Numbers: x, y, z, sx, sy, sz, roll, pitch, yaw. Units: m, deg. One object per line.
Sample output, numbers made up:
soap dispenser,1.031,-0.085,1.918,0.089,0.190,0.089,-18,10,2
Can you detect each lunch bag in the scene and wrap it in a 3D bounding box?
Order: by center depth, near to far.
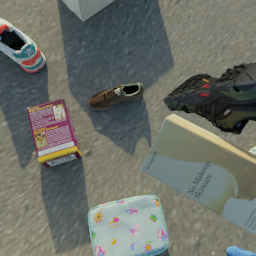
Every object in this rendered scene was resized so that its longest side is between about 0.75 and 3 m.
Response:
lunch bag,-0.016,2.449,6.669,1.839,0.709,1.475,-12,75,-4

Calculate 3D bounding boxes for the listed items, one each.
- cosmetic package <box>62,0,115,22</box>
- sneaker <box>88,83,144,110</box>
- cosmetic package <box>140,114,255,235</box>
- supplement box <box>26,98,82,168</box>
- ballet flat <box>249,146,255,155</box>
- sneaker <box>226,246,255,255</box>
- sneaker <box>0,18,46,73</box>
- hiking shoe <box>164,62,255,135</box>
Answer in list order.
cosmetic package,-0.769,-4.941,8.729,2.970,1.296,1.535,-41,77,-12
sneaker,-0.350,-0.970,7.816,1.619,0.611,0.570,-17,73,-6
cosmetic package,1.149,0.577,3.927,1.718,0.611,0.904,27,105,14
supplement box,-1.928,0.138,7.364,1.000,0.788,1.528,-16,73,-5
ballet flat,4.222,1.104,7.086,2.332,0.745,0.882,22,76,6
sneaker,2.784,3.043,6.683,0.849,0.333,0.280,16,75,7
sneaker,-3.543,-2.711,8.041,2.656,1.242,0.935,38,76,11
hiking shoe,1.423,-0.317,4.647,0.823,2.174,1.095,-38,106,-19
